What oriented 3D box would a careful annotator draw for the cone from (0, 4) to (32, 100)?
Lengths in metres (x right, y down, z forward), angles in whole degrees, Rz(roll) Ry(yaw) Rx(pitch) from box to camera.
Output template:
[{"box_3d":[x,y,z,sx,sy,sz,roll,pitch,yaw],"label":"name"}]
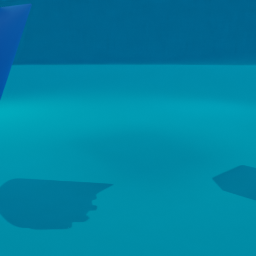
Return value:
[{"box_3d":[-2.077,-1.507,4.432,1.530,1.530,1.536,17,61,49],"label":"cone"}]
